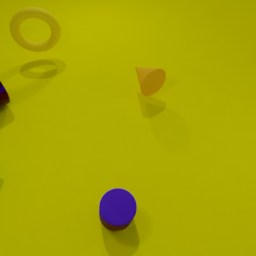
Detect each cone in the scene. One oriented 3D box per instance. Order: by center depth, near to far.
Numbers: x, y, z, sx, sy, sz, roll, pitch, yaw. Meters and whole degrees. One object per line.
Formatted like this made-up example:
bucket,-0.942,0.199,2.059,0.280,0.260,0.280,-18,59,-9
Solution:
cone,0.526,-1.724,9.069,1.003,1.003,1.007,-28,54,-21

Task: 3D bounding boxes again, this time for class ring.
ring,-3.277,-3.453,9.958,1.744,1.744,0.349,-8,54,-7

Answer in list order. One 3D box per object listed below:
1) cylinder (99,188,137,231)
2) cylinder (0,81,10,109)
cylinder,-0.252,1.889,6.431,0.823,0.823,0.823,3,62,-5
cylinder,-4.469,-0.976,8.580,1.169,1.169,1.169,36,57,26
